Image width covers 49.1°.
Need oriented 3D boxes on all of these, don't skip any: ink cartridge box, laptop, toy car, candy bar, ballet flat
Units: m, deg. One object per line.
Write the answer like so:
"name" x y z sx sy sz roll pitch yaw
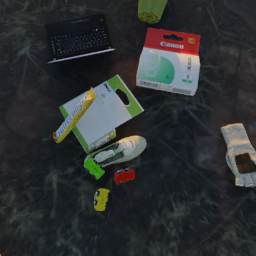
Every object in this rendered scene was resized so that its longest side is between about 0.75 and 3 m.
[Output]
"ink cartridge box" 1.686 -2.834 11.081 2.311 0.719 2.872 10 73 3
"laptop" -1.936 -3.552 10.881 2.571 1.498 2.901 -12 72 -5
"toy car" -0.849 1.627 9.340 1.803 0.402 1.696 -45 111 -14
"ink cartridge box" -0.916 -0.502 10.136 2.447 0.927 1.809 -32 73 -12
"candy bar" -1.764 -0.376 9.235 2.187 0.242 0.545 -48 45 13
"ballet flat" -0.409 0.848 9.746 2.348 0.815 0.815 -24 73 -8

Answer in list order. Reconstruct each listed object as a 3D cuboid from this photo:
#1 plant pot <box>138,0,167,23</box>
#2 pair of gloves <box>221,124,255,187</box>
"plant pot" 1.010 -5.222 11.615 1.525 1.525 1.448 11 84 4
"pair of gloves" 4.872 0.871 9.890 2.791 0.489 2.373 -3 71 -2
